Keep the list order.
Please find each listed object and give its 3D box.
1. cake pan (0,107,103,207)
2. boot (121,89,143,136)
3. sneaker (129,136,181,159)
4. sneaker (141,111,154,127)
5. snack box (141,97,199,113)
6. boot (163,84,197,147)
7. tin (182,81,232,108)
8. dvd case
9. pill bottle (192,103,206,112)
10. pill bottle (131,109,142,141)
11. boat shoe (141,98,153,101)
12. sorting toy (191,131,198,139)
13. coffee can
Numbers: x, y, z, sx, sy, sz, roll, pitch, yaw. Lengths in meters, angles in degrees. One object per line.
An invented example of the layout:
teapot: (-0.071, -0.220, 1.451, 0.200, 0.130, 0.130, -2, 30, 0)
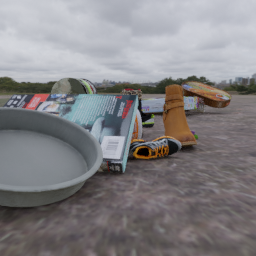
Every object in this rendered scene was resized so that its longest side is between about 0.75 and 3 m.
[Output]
cake pan: (-1.448, 0.325, 3.915, 2.173, 0.399, 2.173, 14, 22, -6)
boot: (0.056, -0.511, 8.470, 0.648, 1.333, 1.770, -3, 10, -8)
sneaker: (0.533, 0.438, 5.530, 1.080, 0.423, 0.417, -6, 19, -5)
sneaker: (0.425, -0.365, 10.132, 1.372, 0.568, 0.492, 7, 11, 41)
snack box: (2.027, -1.172, 14.295, 2.615, 0.693, 1.860, -2, 5, 37)
boot: (1.245, -0.333, 6.880, 0.722, 1.462, 1.884, 0, 9, 3)
tin: (4.137, -1.822, 15.007, 2.744, 0.574, 1.536, 27, 43, 31)
dvd case: (-1.369, -0.023, 5.560, 2.944, 0.324, 2.149, 0, 37, 9)
pill bottle: (3.586, -1.345, 15.439, 1.364, 0.780, 0.780, 12, 12, 22)
pill bottle: (-0.558, -0.008, 6.559, 1.621, 0.916, 0.916, -5, 10, -17)
boat shoe: (1.602, -1.362, 16.151, 1.852, 0.676, 0.583, 8, 24, 25)
sorting toy: (1.632, 0.097, 7.872, 0.475, 0.324, 0.790, -3, 9, -20)
coffee can: (-2.738, -1.698, 14.728, 1.845, 1.845, 2.522, 1, 9, 5)
